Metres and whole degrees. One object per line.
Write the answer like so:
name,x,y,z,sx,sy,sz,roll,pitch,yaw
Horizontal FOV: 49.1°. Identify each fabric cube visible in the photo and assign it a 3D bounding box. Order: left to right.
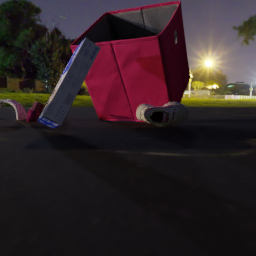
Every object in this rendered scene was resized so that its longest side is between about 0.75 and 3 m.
fabric cube,0.357,-2.235,9.712,2.986,2.977,2.930,2,40,24

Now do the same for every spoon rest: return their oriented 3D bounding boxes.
spoon rest,-5.302,-0.744,11.125,2.684,0.814,1.334,2,6,16

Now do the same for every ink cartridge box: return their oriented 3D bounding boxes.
ink cartridge box,-1.466,-1.074,6.932,0.482,2.178,1.024,30,-16,-20

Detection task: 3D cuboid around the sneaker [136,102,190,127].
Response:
sneaker,1.049,-0.330,7.819,1.563,0.636,0.689,-6,23,-15

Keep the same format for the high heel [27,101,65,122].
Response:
high heel,-2.938,-0.380,10.074,0.539,0.768,1.598,27,-2,36
